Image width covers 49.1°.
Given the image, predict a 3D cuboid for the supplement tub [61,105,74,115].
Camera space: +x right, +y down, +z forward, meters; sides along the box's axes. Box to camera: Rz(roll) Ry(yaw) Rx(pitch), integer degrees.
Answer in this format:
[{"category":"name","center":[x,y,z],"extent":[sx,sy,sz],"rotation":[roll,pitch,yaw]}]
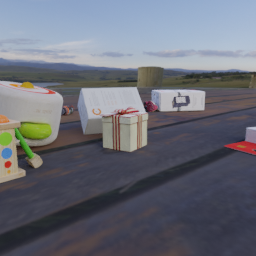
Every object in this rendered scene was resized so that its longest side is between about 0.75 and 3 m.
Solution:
[{"category":"supplement tub","center":[-3.234,-0.933,14.714],"extent":[0.483,0.483,0.904],"rotation":[4,11,20]}]

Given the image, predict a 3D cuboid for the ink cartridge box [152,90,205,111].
[{"category":"ink cartridge box","center":[2.938,-1.685,16.844],"extent":[2.723,1.148,1.971],"rotation":[-2,11,-9]}]

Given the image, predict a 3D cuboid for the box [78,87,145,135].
[{"category":"box","center":[-0.612,-0.638,10.056],"extent":[2.102,1.308,1.025],"rotation":[-4,-32,-22]}]

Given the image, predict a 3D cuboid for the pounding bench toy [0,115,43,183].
[{"category":"pounding bench toy","center":[-2.630,0.326,5.843],"extent":[1.026,1.288,1.652],"rotation":[9,14,41]}]

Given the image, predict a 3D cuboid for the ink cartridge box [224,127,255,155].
[{"category":"ink cartridge box","center":[4.140,0.402,7.636],"extent":[1.944,0.493,2.207],"rotation":[-5,11,-28]}]

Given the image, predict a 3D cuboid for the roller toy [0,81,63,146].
[{"category":"roller toy","center":[-3.148,-0.545,8.376],"extent":[2.398,1.676,2.188],"rotation":[13,10,4]}]

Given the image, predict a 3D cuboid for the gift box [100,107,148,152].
[{"category":"gift box","center":[-0.174,-0.013,8.071],"extent":[1.215,1.134,1.121],"rotation":[7,13,27]}]

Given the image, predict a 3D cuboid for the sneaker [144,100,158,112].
[{"category":"sneaker","center":[1.395,-1.292,16.214],"extent":[0.592,0.639,1.585],"rotation":[0,10,-13]}]
